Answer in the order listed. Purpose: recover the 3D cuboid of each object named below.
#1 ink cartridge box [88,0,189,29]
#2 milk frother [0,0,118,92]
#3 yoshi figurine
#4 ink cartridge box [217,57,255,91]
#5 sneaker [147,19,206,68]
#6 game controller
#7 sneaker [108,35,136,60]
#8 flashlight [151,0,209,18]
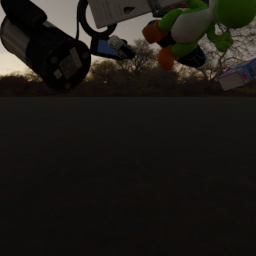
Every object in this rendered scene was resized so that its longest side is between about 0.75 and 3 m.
[{"bbox_3d":[0.511,-3.223,5.567,2.831,1.640,0.944,-13,20,15],"label":"ink cartridge box"},{"bbox_3d":[-2.137,-3.059,8.749,2.864,2.584,2.694,-32,57,-30],"label":"milk frother"},{"bbox_3d":[1.781,-2.511,6.585,2.875,1.610,1.616,-25,-27,29],"label":"yoshi figurine"},{"bbox_3d":[4.307,-2.081,10.522,1.559,0.595,1.063,-33,9,-26],"label":"ink cartridge box"},{"bbox_3d":[1.526,-2.474,8.462,2.238,0.785,0.872,27,15,-17],"label":"sneaker"},{"bbox_3d":[-0.915,-3.760,13.109,1.877,0.979,0.395,15,4,17],"label":"game controller"},{"bbox_3d":[-0.025,-3.163,11.892,1.074,0.697,1.859,45,16,30],"label":"sneaker"},{"bbox_3d":[1.764,-3.796,8.670,2.212,0.752,0.749,-9,-32,-24],"label":"flashlight"}]
